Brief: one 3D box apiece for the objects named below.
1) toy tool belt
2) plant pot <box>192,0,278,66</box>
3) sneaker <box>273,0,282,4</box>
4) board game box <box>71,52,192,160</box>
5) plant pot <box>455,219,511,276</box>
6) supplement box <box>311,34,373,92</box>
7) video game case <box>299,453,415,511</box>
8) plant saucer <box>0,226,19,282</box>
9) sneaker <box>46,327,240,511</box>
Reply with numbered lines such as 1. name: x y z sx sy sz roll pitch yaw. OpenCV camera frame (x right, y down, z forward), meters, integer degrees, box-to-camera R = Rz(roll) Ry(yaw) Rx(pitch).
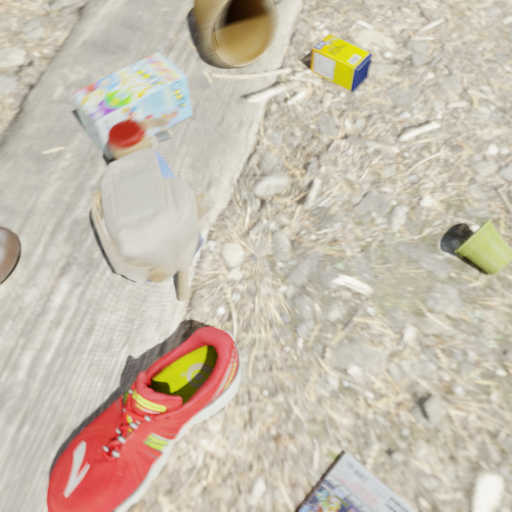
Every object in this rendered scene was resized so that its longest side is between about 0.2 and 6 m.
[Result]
1. toy tool belt: -1.810 -0.789 9.788 1.917 1.887 3.070 -21 51 -2
2. plant pot: -0.684 -5.438 12.676 1.670 1.670 1.792 -28 50 -16
3. sneaker: 0.036 -7.210 14.069 2.110 0.802 1.525 25 65 16
4. board game box: -2.483 -3.074 11.399 2.035 1.067 1.048 -33 61 -19
5. plant pot: 4.078 -0.096 9.852 0.821 0.821 0.754 -40 78 -21
6. supplement box: 1.873 -4.269 12.389 1.175 0.640 0.644 33 64 18
7. video game case: 1.420 3.656 7.893 1.273 0.146 1.160 38 66 19
8. plant saucer: -4.944 0.055 9.550 1.728 0.277 1.728 -5 52 7
9. sneaker: -1.635 2.250 7.947 1.346 1.484 3.495 37 65 20
